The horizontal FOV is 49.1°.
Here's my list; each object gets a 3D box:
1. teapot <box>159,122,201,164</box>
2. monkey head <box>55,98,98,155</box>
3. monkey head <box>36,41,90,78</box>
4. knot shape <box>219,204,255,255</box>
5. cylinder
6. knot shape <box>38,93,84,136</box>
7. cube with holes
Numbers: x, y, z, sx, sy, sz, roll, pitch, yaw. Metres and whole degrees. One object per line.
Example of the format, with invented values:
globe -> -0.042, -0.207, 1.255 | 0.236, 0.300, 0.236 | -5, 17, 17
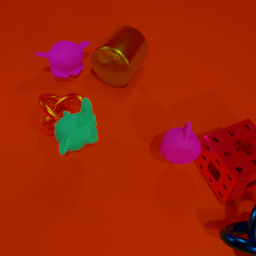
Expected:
teapot -> 1.270, 0.413, 6.941 | 0.998, 1.604, 0.786 | 9, 54, -4
monkey head -> -1.274, -0.092, 6.711 | 1.016, 1.214, 1.687 | -7, 32, -5
monkey head -> -2.102, -2.287, 9.030 | 1.822, 1.098, 1.310 | -25, 40, -32
knot shape -> 2.992, 2.160, 5.752 | 1.725, 0.852, 1.843 | -41, 34, -17
cylinder -> -0.230, -2.285, 8.887 | 1.396, 1.396, 1.396 | 22, 52, 14
knot shape -> -2.024, -0.546, 8.236 | 1.547, 0.715, 1.447 | -34, 63, -20
cube with holes -> 2.666, 0.836, 6.902 | 1.306, 1.306, 1.306 | -20, 54, -13
